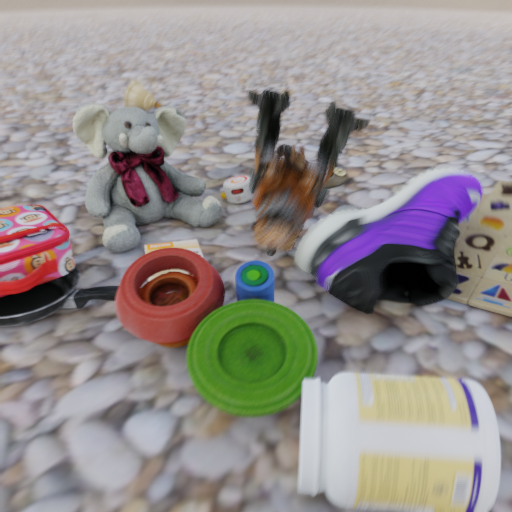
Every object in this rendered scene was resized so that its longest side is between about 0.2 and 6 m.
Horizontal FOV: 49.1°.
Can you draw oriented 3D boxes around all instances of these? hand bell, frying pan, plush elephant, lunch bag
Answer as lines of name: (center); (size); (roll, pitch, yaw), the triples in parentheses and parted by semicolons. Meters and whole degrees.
hand bell: (-2.897, -4.424, 16.510); (1.826, 0.951, 0.951); (25, 37, 18)
frying pan: (-2.796, 0.447, 7.991); (2.731, 0.445, 1.652); (-5, 28, -7)
plush elephant: (-2.090, -1.686, 10.086); (2.262, 2.126, 2.746); (-16, 33, -26)
lunch bag: (-3.659, 0.032, 7.868); (2.008, 0.823, 1.768); (-21, 37, -32)

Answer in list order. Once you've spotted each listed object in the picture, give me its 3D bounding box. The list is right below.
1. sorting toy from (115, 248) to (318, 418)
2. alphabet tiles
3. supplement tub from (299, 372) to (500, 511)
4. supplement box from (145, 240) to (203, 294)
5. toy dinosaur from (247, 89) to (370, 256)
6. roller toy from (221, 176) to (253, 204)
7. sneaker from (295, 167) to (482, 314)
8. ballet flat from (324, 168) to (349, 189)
sorting toy: (-0.417, 0.941, 6.775); (1.679, 1.147, 2.794); (-37, 56, -26)
alphabet tiles: (4.305, -0.215, 8.967); (3.091, 0.118, 3.715); (16, 41, 32)
supplement tub: (1.220, 1.680, 5.106); (1.625, 1.182, 1.182); (3, 30, 5)
supplement box: (-1.160, 0.294, 8.245); (0.847, 0.494, 1.345); (-7, 30, -14)
toy dinosaur: (0.458, -1.340, 8.949); (1.757, 2.335, 3.441); (5, 26, -17)
roller toy: (-0.348, -1.295, 11.127); (0.623, 0.435, 0.568); (-32, 34, -31)
sneaker: (2.408, -0.099, 8.273); (3.477, 1.209, 1.729); (-25, 52, -26)
ballet flat: (1.157, -1.660, 11.802); (1.728, 0.400, 0.582); (-8, 30, -13)
